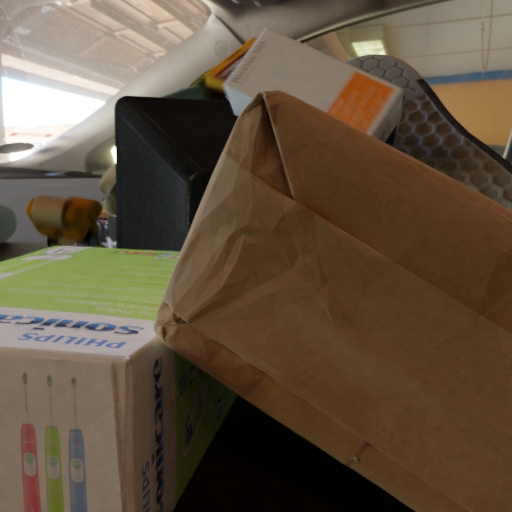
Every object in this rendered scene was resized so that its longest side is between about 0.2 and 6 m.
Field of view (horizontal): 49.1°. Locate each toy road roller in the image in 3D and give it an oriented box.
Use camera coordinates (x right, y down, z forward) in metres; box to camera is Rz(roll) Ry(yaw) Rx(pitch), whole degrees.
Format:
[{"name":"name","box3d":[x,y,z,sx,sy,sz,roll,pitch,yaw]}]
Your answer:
[{"name":"toy road roller","box3d":[-2.403,-0.531,7.267,0.632,0.751,1.029,9,-31,11]}]

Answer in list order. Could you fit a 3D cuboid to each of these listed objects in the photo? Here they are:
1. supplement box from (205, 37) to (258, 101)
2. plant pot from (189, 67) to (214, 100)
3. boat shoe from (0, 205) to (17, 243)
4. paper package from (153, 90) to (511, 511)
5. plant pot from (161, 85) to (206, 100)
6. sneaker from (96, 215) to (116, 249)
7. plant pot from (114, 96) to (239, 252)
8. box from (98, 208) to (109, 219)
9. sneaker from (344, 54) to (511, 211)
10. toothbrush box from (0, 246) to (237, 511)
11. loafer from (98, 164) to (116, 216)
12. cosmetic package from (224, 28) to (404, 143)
[{"name":"supplement box","box3d":[0.319,-2.083,8.391,1.629,1.652,1.097,30,63,29]},{"name":"plant pot","box3d":[-0.263,-1.973,11.617,3.208,3.208,3.088,-2,1,-10]},{"name":"boat shoe","box3d":[-4.943,-0.470,9.567,0.695,0.706,1.991,5,17,13]},{"name":"paper package","box3d":[0.761,0.162,2.638,1.889,1.025,1.982,32,15,6]},{"name":"plant pot","box3d":[-1.119,-1.451,8.302,1.941,1.824,1.941,-18,16,5]},{"name":"sneaker","box3d":[-1.972,-0.333,8.722,0.725,0.674,1.678,-4,12,-31]},{"name":"plant pot","box3d":[-0.233,-0.364,5.544,2.066,2.071,1.837,-3,24,-20]},{"name":"box","box3d":[-3.404,-1.123,14.653,1.933,0.206,1.580,4,11,28]},{"name":"sneaker","box3d":[1.632,-0.052,5.382,1.262,2.399,3.320,-16,51,4]},{"name":"toothbrush box","box3d":[-0.931,0.530,2.974,1.478,0.874,2.030,3,9,10]},{"name":"loafer","box3d":[-2.563,-1.459,10.898,0.873,2.589,0.984,28,50,-4]},{"name":"cosmetic package","box3d":[0.472,-1.281,4.663,1.313,0.666,0.468,30,-10,18]}]
